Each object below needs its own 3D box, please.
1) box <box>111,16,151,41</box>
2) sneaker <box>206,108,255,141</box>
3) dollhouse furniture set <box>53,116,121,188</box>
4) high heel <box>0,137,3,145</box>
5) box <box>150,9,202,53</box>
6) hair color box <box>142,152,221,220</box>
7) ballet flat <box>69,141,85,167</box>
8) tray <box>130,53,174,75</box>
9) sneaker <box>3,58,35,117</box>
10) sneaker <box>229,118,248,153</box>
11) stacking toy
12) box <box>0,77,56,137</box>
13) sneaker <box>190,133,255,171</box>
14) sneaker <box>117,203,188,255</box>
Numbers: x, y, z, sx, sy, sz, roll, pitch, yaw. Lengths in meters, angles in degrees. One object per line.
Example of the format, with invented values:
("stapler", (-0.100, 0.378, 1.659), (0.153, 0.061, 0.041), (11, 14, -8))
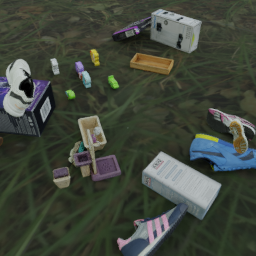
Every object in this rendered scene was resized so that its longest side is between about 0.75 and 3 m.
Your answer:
("box", (0.416, -5.413, 15.114), (1.629, 0.411, 2.279), (3, 37, 46))
("sneaker", (3.680, -0.150, 9.990), (1.822, 0.732, 0.787), (35, 36, 26))
("dollhouse furniture set", (-1.512, 0.192, 8.686), (2.000, 1.792, 2.524), (-12, 45, -12))
("high heel", (-5.222, 0.793, 8.740), (1.198, 0.840, 2.491), (23, 33, 9))
("box", (2.387, -5.004, 14.392), (2.516, 1.467, 0.756), (31, 51, 27))
("hair color box", (1.494, 1.604, 8.067), (1.998, 0.606, 0.989), (29, 50, 26))
("ballet flat", (-1.691, 0.881, 9.061), (0.429, 0.386, 1.139), (-16, 36, 16))
("tray", (1.118, -3.000, 13.111), (1.841, 0.341, 0.908), (14, 46, 16))
("sneaker", (-2.606, -1.134, 7.027), (0.740, 0.682, 1.851), (-35, 50, 25))
("sneaker", (2.731, 0.174, 6.816), (0.342, 0.904, 0.396), (-5, 25, 33))
("stacking toy", (-1.954, -2.397, 12.236), (2.167, 0.675, 2.874), (-18, 47, -18))
("box", (-4.111, -0.807, 10.125), (2.411, 1.257, 1.784), (5, 44, 5))
("sneaker", (3.205, 1.004, 8.689), (2.611, 0.861, 1.024), (16, 76, 6))
("sneaker", (0.653, 2.460, 7.068), (2.113, 0.741, 0.867), (-34, 56, -32))
